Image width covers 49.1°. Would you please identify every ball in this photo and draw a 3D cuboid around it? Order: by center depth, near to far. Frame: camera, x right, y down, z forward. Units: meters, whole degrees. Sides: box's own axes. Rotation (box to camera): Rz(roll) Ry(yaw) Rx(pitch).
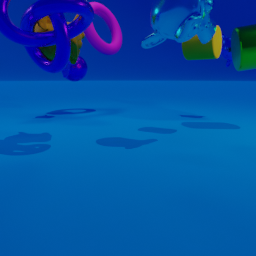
[{"bbox_3d":[-2.067,-2.300,10.760,1.023,1.023,1.023,0,11,0],"label":"ball"}]

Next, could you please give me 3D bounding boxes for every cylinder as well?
[{"bbox_3d":[1.810,-2.065,6.838,0.767,0.767,0.767,6,12,32],"label":"cylinder"},{"bbox_3d":[3.533,-2.221,7.608,1.177,1.177,1.177,-7,9,10],"label":"cylinder"}]

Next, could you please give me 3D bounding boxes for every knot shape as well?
[{"bbox_3d":[-1.292,-1.768,4.728,1.500,1.603,0.741,-17,44,9],"label":"knot shape"}]

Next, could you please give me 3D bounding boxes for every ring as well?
[{"bbox_3d":[-0.971,-3.766,10.652,0.411,2.053,2.053,-17,-1,37],"label":"ring"}]

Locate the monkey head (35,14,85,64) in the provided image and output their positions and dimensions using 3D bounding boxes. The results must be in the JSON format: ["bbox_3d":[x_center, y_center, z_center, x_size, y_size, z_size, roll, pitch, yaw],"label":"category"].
[{"bbox_3d":[-1.463,-2.005,5.914,1.062,1.268,1.762,17,-9,-14],"label":"monkey head"}]

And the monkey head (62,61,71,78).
[{"bbox_3d":[-2.299,-2.159,9.608,0.648,0.774,1.075,21,40,9],"label":"monkey head"}]

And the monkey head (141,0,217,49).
[{"bbox_3d":[1.072,-2.156,5.342,1.089,1.807,1.300,37,12,34],"label":"monkey head"}]

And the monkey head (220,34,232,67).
[{"bbox_3d":[3.541,-2.699,9.503,0.840,1.168,0.704,-12,3,-30],"label":"monkey head"}]
